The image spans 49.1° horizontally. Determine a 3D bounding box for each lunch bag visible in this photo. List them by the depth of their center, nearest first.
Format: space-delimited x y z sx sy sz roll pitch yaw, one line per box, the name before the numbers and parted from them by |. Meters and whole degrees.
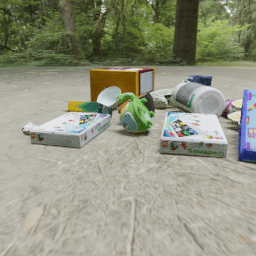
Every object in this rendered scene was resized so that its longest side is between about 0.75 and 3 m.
lunch bag | 4.201 0.116 7.590 2.170 1.356 2.883 6 31 20

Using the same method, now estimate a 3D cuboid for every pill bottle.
pill bottle | 2.811 -1.163 11.730 1.399 1.399 2.474 -4 18 -13
pill bottle | 4.296 -0.845 11.866 0.716 0.716 1.275 -3 16 -12

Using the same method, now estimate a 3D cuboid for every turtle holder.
turtle holder | 0.177 -0.464 9.436 1.010 1.423 1.081 -27 39 23

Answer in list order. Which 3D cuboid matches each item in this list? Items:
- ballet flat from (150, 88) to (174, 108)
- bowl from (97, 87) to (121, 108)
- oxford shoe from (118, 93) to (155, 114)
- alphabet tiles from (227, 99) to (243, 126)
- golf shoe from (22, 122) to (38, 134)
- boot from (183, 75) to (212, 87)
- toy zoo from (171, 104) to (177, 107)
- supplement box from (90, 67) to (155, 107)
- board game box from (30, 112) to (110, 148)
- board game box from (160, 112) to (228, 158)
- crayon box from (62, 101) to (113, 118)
ballet flat | 1.970 -1.421 13.468 2.559 0.918 0.918 -14 17 -7
bowl | -0.810 -1.340 13.487 1.253 0.563 1.253 -15 50 19
oxford shoe | 0.417 -0.900 11.511 0.972 0.973 2.727 -9 1 25
alphabet tiles | 5.059 -0.464 9.893 2.673 0.199 2.733 -18 36 -18
golf shoe | -3.222 0.099 9.353 0.436 0.359 0.953 -31 29 -31
boot | 2.944 -2.121 14.506 2.833 1.280 1.031 -2 16 -8
toy zoo | 3.392 -1.288 14.357 2.196 0.225 1.441 -10 18 -31
supplement box | -0.226 -2.271 14.973 2.632 1.772 2.669 7 17 25
board game box | -1.798 -0.021 9.399 1.663 0.456 2.634 4 16 16
board game box | 1.975 0.105 8.707 1.759 0.482 2.786 4 19 11
crayon box | -1.626 -0.758 11.282 1.734 0.447 1.090 5 -6 27
